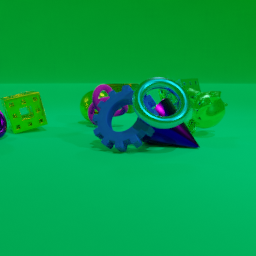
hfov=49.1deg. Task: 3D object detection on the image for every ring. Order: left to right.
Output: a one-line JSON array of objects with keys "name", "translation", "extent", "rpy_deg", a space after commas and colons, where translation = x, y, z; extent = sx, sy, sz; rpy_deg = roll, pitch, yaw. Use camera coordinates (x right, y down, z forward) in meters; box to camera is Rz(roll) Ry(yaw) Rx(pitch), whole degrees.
[{"name": "ring", "translation": [0.651, -0.504, 5.449], "extent": [1.153, 1.153, 0.231], "rpy_deg": [-1, -29, -8]}]

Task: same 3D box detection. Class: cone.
[{"name": "cone", "translation": [1.057, 0.123, 6.040], "extent": [1.153, 1.149, 1.149], "rpy_deg": [33, 23, 21]}]

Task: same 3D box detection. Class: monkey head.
[{"name": "monkey head", "translation": [1.879, -0.511, 7.080], "extent": [1.489, 0.897, 1.071], "rpy_deg": [-37, 45, -21]}]

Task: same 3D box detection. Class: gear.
[{"name": "gear", "translation": [-0.072, -0.213, 5.766], "extent": [1.380, 1.380, 0.255], "rpy_deg": [5, -20, 28]}]

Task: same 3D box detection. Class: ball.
[{"name": "ball", "translation": [-1.033, -0.696, 9.149], "extent": [1.084, 1.084, 1.084], "rpy_deg": [0, 10, 0]}]

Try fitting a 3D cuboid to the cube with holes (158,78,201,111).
[{"name": "cube with holes", "translation": [1.704, -0.990, 9.003], "extent": [0.940, 0.940, 0.940], "rpy_deg": [-11, -3, -42]}]

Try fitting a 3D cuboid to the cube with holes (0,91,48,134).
[{"name": "cube with holes", "translation": [-2.928, -0.475, 7.873], "extent": [0.923, 0.923, 0.923], "rpy_deg": [-19, 17, -26]}]

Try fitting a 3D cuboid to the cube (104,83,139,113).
[{"name": "cube", "translation": [-0.263, -1.348, 12.437], "extent": [1.232, 1.232, 1.232], "rpy_deg": [3, 10, 18]}]

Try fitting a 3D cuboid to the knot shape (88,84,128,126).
[{"name": "knot shape", "translation": [-0.563, -0.634, 8.363], "extent": [1.147, 1.226, 0.567], "rpy_deg": [10, 18, -14]}]

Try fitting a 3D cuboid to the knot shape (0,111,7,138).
[{"name": "knot shape", "translation": [-3.601, -0.278, 6.469], "extent": [1.354, 0.669, 1.447], "rpy_deg": [24, 0, 7]}]
